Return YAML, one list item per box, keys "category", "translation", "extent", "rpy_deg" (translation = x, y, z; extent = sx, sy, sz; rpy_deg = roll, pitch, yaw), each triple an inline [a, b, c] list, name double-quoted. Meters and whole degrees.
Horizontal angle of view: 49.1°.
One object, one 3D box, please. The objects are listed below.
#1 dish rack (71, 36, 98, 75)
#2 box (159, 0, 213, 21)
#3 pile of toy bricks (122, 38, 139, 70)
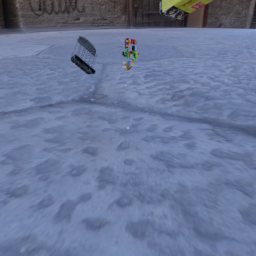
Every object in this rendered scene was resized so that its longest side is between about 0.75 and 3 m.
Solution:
- category: "dish rack"
  translation: [-1.194, -2.104, 7.984]
  extent: [0.285, 0.801, 1.044]
  rpy_deg: [-11, 55, 38]
- category: "box"
  translation: [2.433, -4.868, 10.151]
  extent: [1.032, 0.687, 2.741]
  rpy_deg: [6, -11, -38]
- category: "pile of toy bricks"
  translation: [0.153, -2.372, 9.010]
  extent: [0.485, 0.982, 0.545]
  rpy_deg: [-3, 7, -44]
